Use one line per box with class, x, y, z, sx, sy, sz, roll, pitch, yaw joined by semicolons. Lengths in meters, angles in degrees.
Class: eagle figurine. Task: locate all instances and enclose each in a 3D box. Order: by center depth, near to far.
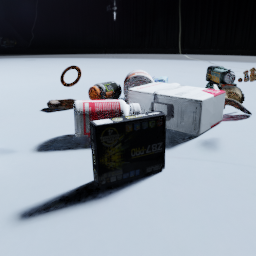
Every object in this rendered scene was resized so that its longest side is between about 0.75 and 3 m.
eagle figurine;4.133;-1.124;11.511;1.709;1.296;1.289;-2;-2;9

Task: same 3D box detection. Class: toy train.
toy train;4.808;-2.421;14.621;1.139;1.523;2.672;-2;18;-3

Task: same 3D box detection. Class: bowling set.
bowling set;3.994;-1.779;9.353;0.606;0.468;0.871;-4;3;6

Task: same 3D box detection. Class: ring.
ring;-1.816;-1.647;8.835;0.772;0.772;0.074;9;-15;24

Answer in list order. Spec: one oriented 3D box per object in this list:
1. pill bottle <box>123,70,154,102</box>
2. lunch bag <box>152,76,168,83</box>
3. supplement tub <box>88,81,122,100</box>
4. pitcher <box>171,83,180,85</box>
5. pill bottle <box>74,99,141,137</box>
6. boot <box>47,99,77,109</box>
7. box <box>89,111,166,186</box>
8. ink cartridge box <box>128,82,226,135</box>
pill bottle;0.515;-1.980;13.410;1.489;1.489;2.654;0;17;0
lunch bag;1.535;-2.459;15.904;1.410;0.898;1.199;-5;17;22
supplement tub;-1.106;-1.730;13.476;0.938;0.938;1.531;16;23;39
pitcher;2.305;-1.531;13.116;1.278;0.903;1.490;11;30;13
pill bottle;-0.671;-0.327;8.930;2.061;1.157;1.157;-2;18;-9
boot;-2.926;-1.110;12.440;1.321;0.464;0.966;-7;14;-33
box;0.035;0.421;6.281;1.729;1.394;0.425;-9;20;-26
ink cartridge box;1.734;-0.833;10.302;2.928;1.221;2.127;14;23;37
